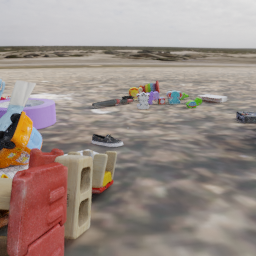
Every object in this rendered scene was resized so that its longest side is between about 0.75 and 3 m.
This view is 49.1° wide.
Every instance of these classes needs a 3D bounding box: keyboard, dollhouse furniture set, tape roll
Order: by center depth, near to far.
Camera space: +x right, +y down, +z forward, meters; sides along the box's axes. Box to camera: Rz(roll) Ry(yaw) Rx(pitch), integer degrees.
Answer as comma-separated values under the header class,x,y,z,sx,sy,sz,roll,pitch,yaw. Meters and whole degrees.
class,x,y,z,sx,sy,sz,roll,pitch,yaw
dollhouse furniture set,-1.254,0.926,3.496,1.597,1.207,2.967,3,-1,11
keyboard,-1.641,0.729,5.487,2.303,0.123,0.648,-11,19,-35
tape roll,-3.275,-0.457,8.690,1.991,0.653,1.991,0,15,0

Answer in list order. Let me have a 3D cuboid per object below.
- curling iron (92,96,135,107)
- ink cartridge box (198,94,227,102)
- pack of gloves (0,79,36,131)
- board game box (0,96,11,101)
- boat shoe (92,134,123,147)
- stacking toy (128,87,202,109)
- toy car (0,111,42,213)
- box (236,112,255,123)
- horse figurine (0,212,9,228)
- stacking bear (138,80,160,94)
class,x,y,z,sx,sy,sz,roll,pitch,yaw
curling iron,-0.570,-1.062,11.503,2.137,0.273,0.530,-17,22,-41
ink cartridge box,3.730,-1.314,12.468,0.894,0.227,1.014,-11,19,-39
pack of gloves,-3.351,-0.446,7.376,1.522,1.812,0.357,10,-23,19
board game box,-5.228,-1.248,12.142,1.171,0.289,1.482,-9,18,-28
boat shoe,-0.511,0.272,6.817,0.810,0.268,0.283,7,17,23
stacking toy,1.489,-1.319,11.764,2.763,0.649,2.084,-1,16,-6
toy car,-1.908,0.771,4.747,0.851,1.254,2.557,31,21,-31
box,4.100,-0.351,9.073,0.931,0.232,0.734,0,16,1
horse figurine,-1.930,1.117,3.772,1.234,0.308,0.818,14,21,40
stacking bear,1.007,-1.973,14.154,1.105,0.629,0.671,-8,19,11
